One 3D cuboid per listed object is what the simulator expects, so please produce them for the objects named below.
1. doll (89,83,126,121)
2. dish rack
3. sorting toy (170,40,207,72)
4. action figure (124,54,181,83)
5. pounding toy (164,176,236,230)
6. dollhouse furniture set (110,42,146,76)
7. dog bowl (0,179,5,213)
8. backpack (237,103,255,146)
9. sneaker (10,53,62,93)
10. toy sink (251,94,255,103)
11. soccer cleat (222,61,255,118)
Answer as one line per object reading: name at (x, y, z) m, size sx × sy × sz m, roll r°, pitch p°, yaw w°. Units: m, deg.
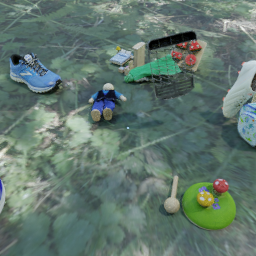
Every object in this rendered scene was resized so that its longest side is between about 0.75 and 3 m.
doll at (-0.679, -0.895, 9.045) m, size 1.255 × 0.446 × 1.839 m, roll -5°, pitch 35°, yaw 6°
dish rack at (1.169, -1.550, 7.220) m, size 1.288 × 1.679 × 0.458 m, roll -15°, pitch 23°, yaw -7°
sorting toy at (2.238, -2.904, 10.626) m, size 1.160 × 0.406 × 1.167 m, roll 22°, pitch 90°, yaw 12°
action figure at (0.801, -2.065, 10.316) m, size 1.991 × 0.544 × 1.176 m, roll -17°, pitch 45°, yaw -8°
pounding toy at (1.649, 1.478, 6.150) m, size 1.518 × 0.704 × 1.171 m, roll 14°, pitch 43°, yaw 15°
dollhouse furniture set at (-0.181, -2.862, 10.948) m, size 1.376 × 0.898 × 1.299 m, roll 23°, pitch 46°, yaw 24°
dog bowl at (-3.887, 1.489, 6.027) m, size 2.164 × 0.852 × 2.164 m, roll 0°, pitch 41°, yaw 0°
backpack at (3.548, -0.131, 7.731) m, size 0.850 × 1.058 × 1.156 m, roll -13°, pitch 34°, yaw -11°
sneaker at (-3.358, -2.006, 9.861) m, size 2.360 × 1.052 × 0.927 m, roll 22°, pitch 46°, yaw 22°
toy sink at (4.512, -0.892, 8.377) m, size 1.150 × 1.338 × 2.053 m, roll -20°, pitch 46°, yaw -21°
soccer cleat at (3.266, -0.997, 7.968) m, size 0.638 × 1.840 × 0.714 m, roll -5°, pitch 38°, yaw -28°
